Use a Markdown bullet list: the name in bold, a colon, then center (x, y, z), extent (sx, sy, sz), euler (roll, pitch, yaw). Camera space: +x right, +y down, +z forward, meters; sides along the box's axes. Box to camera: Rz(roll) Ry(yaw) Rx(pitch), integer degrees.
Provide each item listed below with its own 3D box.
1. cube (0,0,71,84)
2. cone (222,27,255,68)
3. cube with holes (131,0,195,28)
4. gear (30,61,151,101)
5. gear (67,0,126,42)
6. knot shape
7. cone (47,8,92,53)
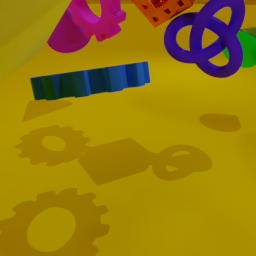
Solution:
- **cube**: center (-1.607, -1.250, 2.841), extent (1.335, 1.335, 1.335), euler (-24, 26, 55)
- **cone**: center (3.622, -2.644, 8.202), extent (1.254, 1.249, 1.249), euler (-45, 45, -20)
- **cube with holes**: center (0.810, -3.185, 6.181), extent (1.100, 1.100, 1.100), euler (-13, 45, 50)
- **gear**: center (-0.567, -0.756, 4.389), extent (1.783, 0.330, 1.783), euler (-8, 13, 2)
- **gear**: center (-0.878, -3.135, 6.826), extent (1.964, 1.964, 0.363), euler (24, 52, 40)
- **knot shape**: center (1.644, -1.985, 6.164), extent (1.712, 1.829, 0.845), euler (4, 26, 9)
- **cone**: center (-2.017, -3.440, 8.650), extent (1.571, 1.576, 1.571), euler (-1, 68, 3)
